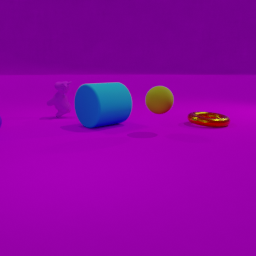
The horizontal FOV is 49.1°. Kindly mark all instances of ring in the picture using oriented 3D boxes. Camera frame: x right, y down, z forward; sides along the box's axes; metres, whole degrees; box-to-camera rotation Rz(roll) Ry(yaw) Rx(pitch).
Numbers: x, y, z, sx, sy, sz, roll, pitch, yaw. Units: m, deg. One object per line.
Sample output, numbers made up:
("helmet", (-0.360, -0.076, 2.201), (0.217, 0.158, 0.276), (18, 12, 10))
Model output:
("ring", (2.729, -0.308, 9.503), (1.421, 0.284, 1.421), (3, 14, -1))

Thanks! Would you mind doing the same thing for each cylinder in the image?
("cylinder", (-0.813, -0.771, 9.181), (1.384, 1.384, 1.384), (-11, 16, -42))

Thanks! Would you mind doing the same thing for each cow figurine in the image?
("cow figurine", (-2.482, -1.141, 10.684), (1.214, 1.234, 0.677), (-31, 16, 9))

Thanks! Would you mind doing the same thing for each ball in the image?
("ball", (0.892, -0.788, 7.949), (0.799, 0.799, 0.799), (0, 12, 0))

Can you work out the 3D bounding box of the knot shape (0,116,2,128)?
("knot shape", (-3.856, -0.317, 7.365), (0.592, 1.200, 1.282), (-6, 31, 15))
